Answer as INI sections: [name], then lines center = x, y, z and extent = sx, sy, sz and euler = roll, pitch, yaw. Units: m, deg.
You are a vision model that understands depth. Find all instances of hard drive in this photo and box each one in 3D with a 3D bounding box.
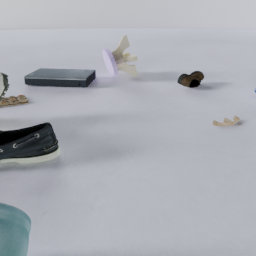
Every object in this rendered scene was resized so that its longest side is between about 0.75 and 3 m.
[hard drive]
center = -2.899, -2.227, 12.293
extent = 2.641, 0.434, 1.843
euler = 2, 23, 5

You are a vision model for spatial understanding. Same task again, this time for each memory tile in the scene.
[memory tile]
center = -4.169, -0.943, 9.738
extent = 1.267, 0.106, 0.971
euler = -11, 26, -25

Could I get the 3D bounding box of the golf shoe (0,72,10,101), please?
[golf shoe]
center = -4.427, -0.880, 7.412
extent = 2.518, 1.109, 0.972
euler = -23, 68, 0

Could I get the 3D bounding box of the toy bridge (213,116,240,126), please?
[toy bridge]
center = 2.849, -0.178, 7.947
extent = 0.896, 0.122, 0.301
euler = -11, 28, -24

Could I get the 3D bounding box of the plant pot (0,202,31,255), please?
[plant pot]
center = -1.715, 1.484, 2.775
extent = 1.442, 1.442, 0.966
euler = -6, 51, -13

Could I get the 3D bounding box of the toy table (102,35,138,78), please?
[toy table]
center = -0.372, -3.187, 12.991
extent = 1.222, 1.918, 2.087
euler = -20, 36, -6

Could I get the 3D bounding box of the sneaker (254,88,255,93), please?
[sneaker]
center = 5.061, -1.651, 9.852
extent = 0.919, 1.314, 2.275
euler = 3, 23, 9

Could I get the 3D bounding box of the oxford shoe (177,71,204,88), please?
[oxford shoe]
center = 2.771, -1.945, 11.645
extent = 0.696, 0.599, 1.648
euler = 38, 41, 28

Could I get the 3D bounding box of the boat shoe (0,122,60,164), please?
[boat shoe]
center = -2.798, 0.301, 5.893
extent = 2.596, 0.861, 0.970
euler = -3, 23, -7
